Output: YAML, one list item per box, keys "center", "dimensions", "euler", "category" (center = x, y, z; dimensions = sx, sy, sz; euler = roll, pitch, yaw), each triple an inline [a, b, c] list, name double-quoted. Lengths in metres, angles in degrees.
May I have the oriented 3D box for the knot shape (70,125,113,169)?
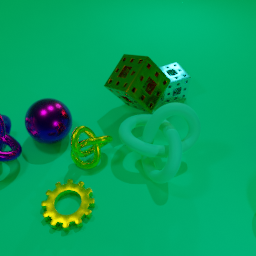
- center: [-0.968, 0.521, 6.773]
  dimensions: [1.141, 1.067, 0.527]
  euler: [9, 27, -37]
  category: "knot shape"

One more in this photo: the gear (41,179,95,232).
- center: [-1.320, 1.692, 6.219]
  dimensions: [1.143, 0.211, 1.143]
  euler: [0, 48, 0]
  category: "gear"

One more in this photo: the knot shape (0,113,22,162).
- center: [-3.193, 0.034, 6.674]
  dimensions: [0.721, 1.461, 1.561]
  euler: [-27, 30, -12]
  category: "knot shape"

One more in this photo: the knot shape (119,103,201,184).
- center: [0.866, 0.186, 6.592]
  dimensions: [1.790, 0.884, 1.913]
  euler: [-35, 67, 7]
  category: "knot shape"

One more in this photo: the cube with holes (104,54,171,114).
- center: [0.254, -1.216, 7.613]
  dimensions: [1.072, 1.072, 1.072]
  euler: [24, 80, 51]
  category: "cube with holes"

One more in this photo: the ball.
- center: [-2.038, -0.178, 7.225]
  dimensions: [1.193, 1.193, 1.193]
  euler: [0, 48, 0]
  category: "ball"

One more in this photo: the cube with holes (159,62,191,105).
- center: [1.287, -1.356, 8.542]
  dimensions: [0.823, 0.823, 0.823]
  euler: [-18, 51, -16]
  category: "cube with holes"
